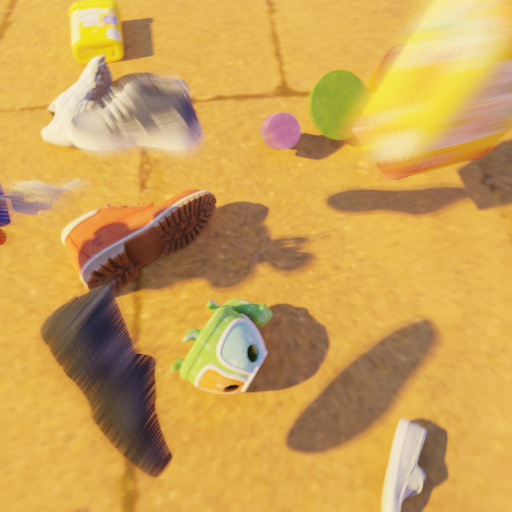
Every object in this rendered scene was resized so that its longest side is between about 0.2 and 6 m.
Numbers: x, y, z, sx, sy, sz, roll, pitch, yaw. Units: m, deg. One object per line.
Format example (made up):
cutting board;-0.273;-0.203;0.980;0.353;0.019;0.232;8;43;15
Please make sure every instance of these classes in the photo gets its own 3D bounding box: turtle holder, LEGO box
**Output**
turtle holder;-0.449;1.444;8.850;1.182;1.265;1.665;30;23;6
LEGO box;3.435;-2.838;8.857;2.421;3.251;1.254;-17;66;-30

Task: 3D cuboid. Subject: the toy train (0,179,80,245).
toy train;-3.886;-0.696;7.174;2.777;1.607;1.176;-18;87;9

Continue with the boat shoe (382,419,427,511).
boat shoe;2.147;3.078;7.974;0.539;0.528;1.512;13;52;15

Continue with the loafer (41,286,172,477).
loafer;-1.469;1.492;6.356;0.854;2.515;0.883;12;41;44

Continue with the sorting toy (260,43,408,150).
sorting toy;1.777;-3.361;12.323;4.100;1.421;1.412;-27;18;-14

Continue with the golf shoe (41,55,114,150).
golf shoe;-3.967;-3.497;12.408;1.297;1.045;2.668;0;53;7

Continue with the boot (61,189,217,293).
boot;-2.163;-0.625;10.338;2.878;1.080;1.543;-32;55;-20

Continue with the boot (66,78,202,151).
boot;-1.742;-1.975;7.581;1.972;0.891;0.717;2;51;10

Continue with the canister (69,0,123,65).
canister;-3.997;-5.607;14.043;1.265;0.737;1.704;-9;56;-6
